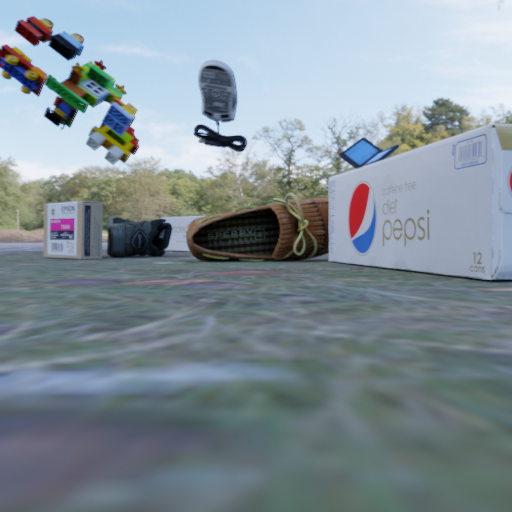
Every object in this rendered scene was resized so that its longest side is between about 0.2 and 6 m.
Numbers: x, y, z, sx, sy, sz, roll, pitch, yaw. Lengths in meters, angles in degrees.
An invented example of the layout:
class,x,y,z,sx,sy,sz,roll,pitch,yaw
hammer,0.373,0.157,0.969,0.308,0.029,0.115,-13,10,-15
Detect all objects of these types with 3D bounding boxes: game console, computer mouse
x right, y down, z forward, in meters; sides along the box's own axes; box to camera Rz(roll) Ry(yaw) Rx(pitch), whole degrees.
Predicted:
class,x,y,z,sx,sy,sz,roll,pitch,yaw
game console,2.911,-2.699,14.403,1.140,0.674,0.973,-39,12,-31
computer mouse,-0.699,-3.005,11.079,1.127,0.451,2.055,13,-40,7

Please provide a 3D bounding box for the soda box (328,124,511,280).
class,x,y,z,sx,sy,sz,roll,pitch,yaw
soda box,2.097,-0.488,6.463,1.379,1.289,4.050,0,2,-11

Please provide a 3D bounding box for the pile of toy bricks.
class,x,y,z,sx,sy,sz,roll,pitch,yaw
pile of toy bricks,-2.946,-3.003,9.722,1.492,2.689,1.328,-47,9,36

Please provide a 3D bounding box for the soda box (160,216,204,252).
class,x,y,z,sx,sy,sz,roll,pitch,yaw
soda box,-1.409,-0.587,15.134,1.033,0.966,3.034,-1,2,-39

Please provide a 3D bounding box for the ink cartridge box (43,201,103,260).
class,x,y,z,sx,sy,sz,roll,pitch,yaw
ink cartridge box,-3.204,-0.437,9.763,1.201,0.990,0.451,1,2,39

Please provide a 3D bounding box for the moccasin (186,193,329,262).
class,x,y,z,sx,sy,sz,roll,pitch,yaw
moccasin,0.336,-0.415,8.485,2.776,1.015,1.072,-1,3,-7

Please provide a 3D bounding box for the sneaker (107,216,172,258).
class,x,y,z,sx,sy,sz,roll,pitch,yaw
sneaker,-2.368,-0.362,11.141,1.209,0.807,2.110,1,4,-20
